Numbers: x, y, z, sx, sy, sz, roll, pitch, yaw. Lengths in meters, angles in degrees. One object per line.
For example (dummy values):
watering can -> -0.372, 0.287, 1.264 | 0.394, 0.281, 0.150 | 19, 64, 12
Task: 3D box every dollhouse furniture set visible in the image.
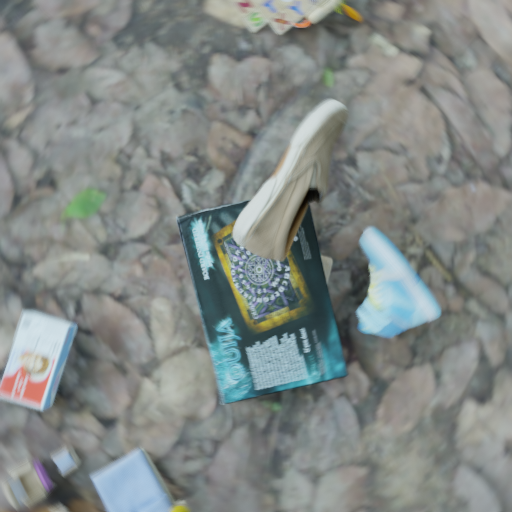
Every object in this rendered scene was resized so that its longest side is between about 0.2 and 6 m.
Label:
dollhouse furniture set -> -2.763, 4.322, 9.767 | 2.551, 1.665, 2.408 | -29, 85, -3

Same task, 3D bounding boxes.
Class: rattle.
rattle -> 1.409, -4.811, 11.468 | 1.205, 0.861, 0.784 | -49, 45, -5

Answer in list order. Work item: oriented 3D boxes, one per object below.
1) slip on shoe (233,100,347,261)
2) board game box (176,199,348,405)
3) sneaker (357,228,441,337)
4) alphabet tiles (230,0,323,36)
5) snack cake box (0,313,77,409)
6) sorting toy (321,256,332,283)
slip on shoe -> 0.806, -1.247, 9.316 | 0.909, 1.140, 2.999 | 31, 73, 19
board game box -> 0.118, 0.742, 10.360 | 2.434, 0.507, 3.599 | -13, 95, 1
sneaker -> 2.234, 0.640, 10.251 | 1.440, 0.877, 2.205 | -35, 107, 16
alphabet tiles -> 0.281, -5.797, 11.458 | 1.953, 0.074, 2.347 | -35, 84, 12
snack cake box -> -4.122, 1.963, 10.602 | 0.921, 0.538, 1.602 | 16, 84, 1
sorting toy -> 0.826, 0.478, 10.942 | 1.113, 0.219, 1.202 | 16, 76, 2
